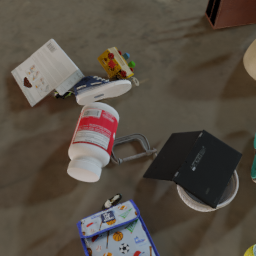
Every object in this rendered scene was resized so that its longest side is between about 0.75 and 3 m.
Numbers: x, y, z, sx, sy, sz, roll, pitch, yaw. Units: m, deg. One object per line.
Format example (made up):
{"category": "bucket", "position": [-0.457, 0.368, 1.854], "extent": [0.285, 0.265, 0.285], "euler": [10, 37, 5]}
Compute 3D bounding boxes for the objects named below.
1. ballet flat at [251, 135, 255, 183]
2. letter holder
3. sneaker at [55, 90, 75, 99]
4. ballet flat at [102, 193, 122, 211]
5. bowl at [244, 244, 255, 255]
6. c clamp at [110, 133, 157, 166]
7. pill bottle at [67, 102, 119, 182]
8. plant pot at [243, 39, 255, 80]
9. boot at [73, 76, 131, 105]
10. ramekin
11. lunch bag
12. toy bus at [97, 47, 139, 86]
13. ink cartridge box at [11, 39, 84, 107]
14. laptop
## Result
{"category": "ballet flat", "position": [5.029, 0.864, 9.954], "extent": [0.963, 0.975, 2.864], "euler": [30, 60, -5]}
{"category": "letter holder", "position": [5.428, -6.185, 13.802], "extent": [2.602, 1.849, 1.308], "euler": [-10, 58, -6]}
{"category": "sneaker", "position": [-2.634, -1.363, 11.712], "extent": [0.886, 0.318, 0.367], "euler": [-2, 82, 0]}
{"category": "ballet flat", "position": [-0.549, 2.425, 9.245], "extent": [0.823, 0.281, 0.280], "euler": [-38, 67, -21]}
{"category": "bowl", "position": [3.621, 4.013, 7.932], "extent": [0.649, 1.205, 1.205], "euler": [-37, 54, 29]}
{"category": "c clamp", "position": [0.167, 0.874, 10.256], "extent": [1.823, 0.247, 1.558], "euler": [-11, 58, -7]}
{"category": "pill bottle", "position": [-1.231, 0.491, 9.789], "extent": [1.431, 1.431, 2.550], "euler": [9, 58, 6]}
{"category": "plant pot", "position": [6.708, -3.350, 11.963], "extent": [2.861, 1.921, 2.861], "euler": [0, 58, 0]}
{"category": "boot", "position": [-1.100, -1.799, 11.585], "extent": [2.339, 0.851, 1.056], "euler": [-16, 64, -9]}
{"category": "ramekin", "position": [2.512, 1.806, 9.212], "extent": [1.915, 1.005, 1.915], "euler": [0, 58, 0]}
{"category": "lunch bag", "position": [-0.311, 3.315, 8.069], "extent": [1.904, 1.387, 2.240], "euler": [-19, 48, -11]}
{"category": "toy bus", "position": [-0.506, -2.557, 12.027], "extent": [0.928, 1.694, 1.796], "euler": [-32, 50, 32]}
{"category": "ink cartridge box", "position": [-3.458, -2.287, 11.878], "extent": [2.363, 0.593, 2.722], "euler": [-40, 56, 0]}
{"category": "laptop", "position": [2.123, 1.277, 9.422], "extent": [2.338, 1.355, 2.189], "euler": [33, 63, 10]}
